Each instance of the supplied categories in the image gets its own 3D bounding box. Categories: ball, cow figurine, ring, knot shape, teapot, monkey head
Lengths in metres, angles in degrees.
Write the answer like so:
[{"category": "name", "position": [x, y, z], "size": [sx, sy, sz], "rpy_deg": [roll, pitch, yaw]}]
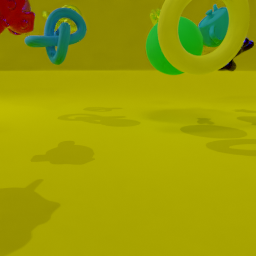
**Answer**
[{"category": "ball", "position": [1.121, -1.981, 6.807], "size": [1.375, 1.375, 1.375], "rpy_deg": [0, 13, 0]}, {"category": "cow figurine", "position": [0.923, -3.004, 8.079], "size": [0.485, 0.884, 0.870], "rpy_deg": [-32, 13, 10]}, {"category": "ring", "position": [1.502, -1.998, 5.506], "size": [1.917, 1.917, 0.383], "rpy_deg": [-3, 25, -14]}, {"category": "knot shape", "position": [-2.512, -3.972, 10.279], "size": [1.391, 0.687, 1.487], "rpy_deg": [26, 58, 15]}, {"category": "teapot", "position": [2.591, -3.037, 8.186], "size": [1.202, 0.947, 1.933], "rpy_deg": [-22, 30, 37]}, {"category": "knot shape", "position": [-2.274, -2.752, 8.518], "size": [1.777, 1.899, 0.877], "rpy_deg": [-6, -35, 23]}, {"category": "cow figurine", "position": [3.472, -2.720, 9.600], "size": [0.826, 1.505, 1.481], "rpy_deg": [-1, -18, -46]}, {"category": "monkey head", "position": [-2.336, -2.138, 5.097], "size": [1.156, 1.607, 0.968], "rpy_deg": [-42, 59, -12]}]
